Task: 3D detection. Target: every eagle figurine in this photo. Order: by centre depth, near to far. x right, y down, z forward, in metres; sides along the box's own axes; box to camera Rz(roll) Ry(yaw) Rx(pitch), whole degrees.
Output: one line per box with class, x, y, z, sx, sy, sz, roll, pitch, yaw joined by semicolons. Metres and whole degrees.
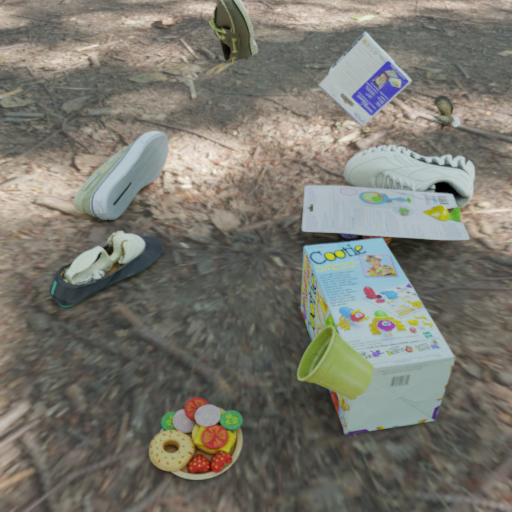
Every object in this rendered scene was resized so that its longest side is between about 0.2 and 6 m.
eagle figurine;2.918;-2.180;8.729;0.413;0.547;0.415;-37;65;5

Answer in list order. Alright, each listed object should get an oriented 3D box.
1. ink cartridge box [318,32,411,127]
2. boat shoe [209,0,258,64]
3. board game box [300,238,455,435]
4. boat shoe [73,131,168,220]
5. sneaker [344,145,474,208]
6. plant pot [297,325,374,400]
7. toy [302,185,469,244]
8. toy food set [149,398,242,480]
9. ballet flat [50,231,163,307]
ink cartridge box;1.516;-2.459;7.877;0.924;0.933;0.202;39;31;-16
boat shoe;-0.359;-3.269;8.045;0.514;1.720;0.615;-28;83;4
board game box;1.529;1.019;7.867;1.296;1.273;2.472;-6;38;-8
boat shoe;-2.786;-1.825;11.810;0.883;1.025;2.847;12;42;17
sneaker;3.157;-1.579;11.581;2.688;1.010;1.089;6;47;9
plant pot;0.852;1.145;5.768;0.601;0.654;0.654;32;40;-6
toy;2.324;-0.632;10.509;2.876;0.679;1.656;1;35;6
toy food set;-0.721;2.287;7.055;1.106;0.269;1.095;9;38;13
ballet flat;-2.472;0.072;9.512;0.816;0.816;2.235;29;46;32
